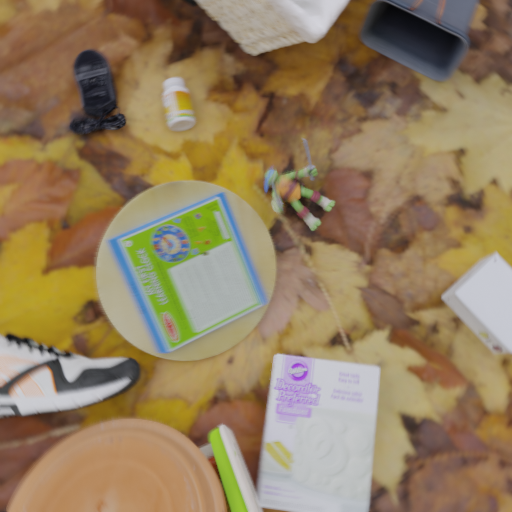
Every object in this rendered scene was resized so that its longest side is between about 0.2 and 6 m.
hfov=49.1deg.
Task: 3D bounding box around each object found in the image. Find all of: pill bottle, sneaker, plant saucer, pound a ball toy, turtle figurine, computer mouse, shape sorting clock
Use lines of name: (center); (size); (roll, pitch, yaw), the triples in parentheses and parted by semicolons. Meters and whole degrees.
pill bottle: (-1.222, -2.364, 8.731); (0.413, 0.413, 0.744); (-12, 79, -2)
sneaker: (-3.093, 1.583, 7.638); (2.983, 1.100, 1.193); (-6, 78, -2)
plant saucer: (-1.702, 3.237, 6.568); (2.735, 0.441, 2.735); (-3, 54, 4)
pound a ball toy: (-0.681, 3.166, 7.233); (1.311, 0.854, 2.010); (-26, 59, -2)
turtle figurine: (0.633, -0.901, 8.172); (1.066, 1.100, 0.791); (37, 57, -14)
computer mouse: (-2.534, -2.566, 8.834); (0.914, 0.348, 1.319); (-8, 88, 4)
shape sorting clock: (-0.940, 0.221, 7.885); (2.537, 0.498, 2.537); (-2, 96, -22)

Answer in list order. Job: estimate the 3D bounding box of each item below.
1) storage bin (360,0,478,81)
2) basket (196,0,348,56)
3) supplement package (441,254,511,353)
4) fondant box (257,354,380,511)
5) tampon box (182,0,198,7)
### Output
storage bin: (2.625, -3.734, 8.709); (1.603, 1.167, 1.077); (28, 70, 5)
basket: (0.221, -4.633, 7.919); (2.470, 2.005, 2.493); (37, 81, -28)
supplement package: (3.431, 0.697, 8.038); (0.872, 0.621, 1.119); (-41, 81, -7)
fondant box: (0.848, 2.449, 7.723); (1.453, 0.587, 2.015); (7, 78, 1)
tampon box: (-1.271, -4.926, 9.011); (1.315, 0.830, 0.986); (35, 81, 6)
